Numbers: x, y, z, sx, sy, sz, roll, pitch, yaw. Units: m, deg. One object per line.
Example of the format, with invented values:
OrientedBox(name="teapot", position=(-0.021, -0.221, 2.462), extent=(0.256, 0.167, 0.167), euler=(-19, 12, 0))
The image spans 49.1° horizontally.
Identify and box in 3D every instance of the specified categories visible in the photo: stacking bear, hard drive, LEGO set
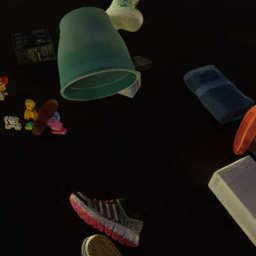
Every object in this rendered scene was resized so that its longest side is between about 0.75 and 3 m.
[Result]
OrientedBox(name="stacking bear", position=(5.034, 0.513, 9.001), extent=(2.726, 1.655, 1.550), euler=(24, 15, 9))
OrientedBox(name="hard drive", position=(0.179, -2.744, 12.212), extent=(1.537, 0.325, 1.037), euler=(-20, 39, -28))
OrientedBox(name="LEGO set", position=(-3.343, -0.475, 10.142), extent=(2.237, 0.918, 0.853), euler=(5, 49, 4))

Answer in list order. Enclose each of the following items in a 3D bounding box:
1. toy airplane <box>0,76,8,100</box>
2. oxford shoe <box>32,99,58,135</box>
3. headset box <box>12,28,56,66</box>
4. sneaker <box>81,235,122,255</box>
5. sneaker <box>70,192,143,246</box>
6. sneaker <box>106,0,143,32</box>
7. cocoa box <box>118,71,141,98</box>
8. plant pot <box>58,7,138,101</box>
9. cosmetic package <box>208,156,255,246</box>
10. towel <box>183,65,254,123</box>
OrientedBox(name="toy airplane", position=(-5.311, -1.632, 11.372), extent=(0.980, 0.694, 0.984), euler=(7, 85, 19))
OrientedBox(name="oxford shoe", position=(-2.997, -0.404, 10.017), extent=(0.495, 0.525, 1.404), euler=(34, 76, -12))
OrientedBox(name="headset box", position=(-4.301, -3.809, 12.995), extent=(1.793, 0.832, 1.561), euler=(-16, 51, -13))
OrientedBox(name="sneaker", position=(-0.367, 3.601, 6.918), extent=(0.792, 1.226, 2.260), euler=(-32, 87, -28))
OrientedBox(name="sneaker", position=(-0.540, 2.336, 7.864), extent=(2.271, 0.838, 0.994), euler=(26, 54, 15))
OrientedBox(name="sneaker", position=(-0.015, -4.600, 10.362), extent=(1.748, 1.090, 2.963), euler=(-59, 29, 5))
OrientedBox(name="cocoa box", position=(-0.185, -1.898, 11.386), extent=(1.194, 0.796, 0.784), euler=(20, 59, 16))
OrientedBox(name="plant pot", position=(-1.105, -2.296, 8.617), extent=(2.372, 2.372, 2.228), euler=(-13, 82, -11))
OrientedBox(name="cosmetic package", position=(3.692, 2.211, 7.867), extent=(1.363, 0.992, 2.680), euler=(-21, 55, -17))
OrientedBox(name="towel", position=(3.499, -1.445, 11.114), extent=(1.560, 0.678, 2.795), euler=(-19, 53, -14))
